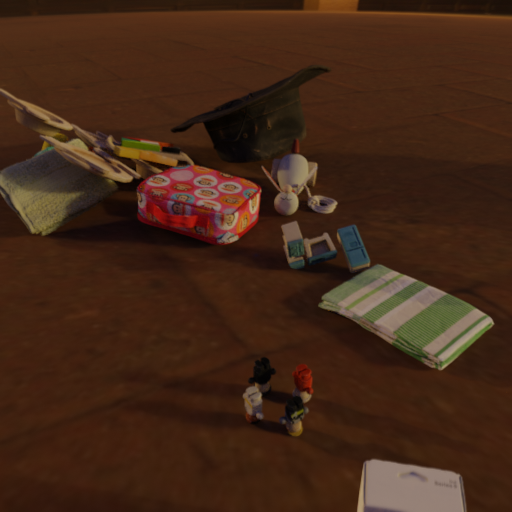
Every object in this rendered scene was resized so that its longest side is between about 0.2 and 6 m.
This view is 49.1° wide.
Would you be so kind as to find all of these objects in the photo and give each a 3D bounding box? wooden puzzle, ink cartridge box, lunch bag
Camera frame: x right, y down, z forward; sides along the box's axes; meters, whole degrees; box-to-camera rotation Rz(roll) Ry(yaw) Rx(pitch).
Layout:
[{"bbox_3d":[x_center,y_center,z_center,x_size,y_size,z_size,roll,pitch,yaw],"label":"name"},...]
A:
[{"bbox_3d":[-2.396,-2.436,12.707,2.064,0.358,3.060,9,13,-22],"label":"wooden puzzle"},{"bbox_3d":[1.241,2.279,4.669,0.787,1.084,0.474,5,30,9],"label":"ink cartridge box"},{"bbox_3d":[-1.114,-0.959,10.500,2.122,0.869,1.869,17,31,18],"label":"lunch bag"}]

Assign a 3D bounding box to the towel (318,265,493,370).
[{"bbox_3d":[2.170,0.809,8.175,1.581,0.243,2.073,-25,37,-37],"label":"towel"}]

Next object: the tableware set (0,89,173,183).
[{"bbox_3d":[-3.272,-2.312,11.891,3.349,0.465,4.009,32,13,22],"label":"tableware set"}]

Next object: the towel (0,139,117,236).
[{"bbox_3d":[-3.851,-1.377,10.879,2.044,0.373,1.516,-37,87,-37],"label":"towel"}]

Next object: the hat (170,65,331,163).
[{"bbox_3d":[0.083,-3.154,13.525,4.053,1.635,4.053,-22,14,5],"label":"hat"}]

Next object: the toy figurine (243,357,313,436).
[{"bbox_3d":[0.251,1.625,6.455,0.778,0.541,0.766,7,36,10],"label":"toy figurine"}]

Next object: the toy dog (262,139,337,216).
[{"bbox_3d":[0.798,-1.749,11.841,1.445,1.056,2.192,-6,30,-11],"label":"toy dog"}]

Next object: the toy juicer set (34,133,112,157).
[{"bbox_3d":[-4.072,-1.854,12.470,1.955,0.836,3.073,12,22,-12],"label":"toy juicer set"}]

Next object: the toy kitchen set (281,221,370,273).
[{"bbox_3d":[1.130,-0.144,9.019,1.276,1.022,0.751,-17,64,-2],"label":"toy kitchen set"}]
